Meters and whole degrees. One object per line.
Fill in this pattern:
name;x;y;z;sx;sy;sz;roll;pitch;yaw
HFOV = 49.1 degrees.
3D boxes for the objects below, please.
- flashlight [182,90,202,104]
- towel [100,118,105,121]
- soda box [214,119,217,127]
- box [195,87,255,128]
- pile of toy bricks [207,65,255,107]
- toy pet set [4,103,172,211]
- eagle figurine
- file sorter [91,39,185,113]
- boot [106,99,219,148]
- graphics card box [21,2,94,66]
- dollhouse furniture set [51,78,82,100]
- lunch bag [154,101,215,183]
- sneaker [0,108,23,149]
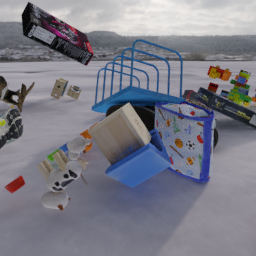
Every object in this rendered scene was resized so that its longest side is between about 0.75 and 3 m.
flashlight;3.302;-1.250;12.173;0.661;0.664;1.953;-35;34;-29
towel;0.090;-0.208;9.537;1.306;0.215;1.804;-16;21;-39
soda box;2.507;-0.222;9.346;0.290;0.269;0.847;-15;23;-42
box;3.344;-0.698;9.367;1.928;0.492;1.521;23;14;-8
pile of toy bricks;4.767;-1.521;12.278;3.000;1.664;1.481;21;51;14
toy pet set;-0.524;0.677;5.505;2.418;1.375;2.590;-32;6;16
eagle figurine;-5.143;-1.333;11.320;2.187;1.651;1.660;15;29;10
file sorter;0.223;-1.273;8.074;1.691;1.495;2.437;9;-11;-28
boot;1.057;-0.251;7.996;2.947;1.078;2.219;9;19;15
graphics card box;-2.543;-3.399;10.232;2.532;0.644;1.588;19;35;-37
dollhouse furniture set;-3.032;-1.805;14.034;1.286;0.901;0.907;23;14;-6
lunch bag;1.260;0.229;5.926;1.000;1.373;1.615;-7;16;-17
sneaker;-3.606;0.021;7.649;0.888;0.864;2.229;-6;15;11
